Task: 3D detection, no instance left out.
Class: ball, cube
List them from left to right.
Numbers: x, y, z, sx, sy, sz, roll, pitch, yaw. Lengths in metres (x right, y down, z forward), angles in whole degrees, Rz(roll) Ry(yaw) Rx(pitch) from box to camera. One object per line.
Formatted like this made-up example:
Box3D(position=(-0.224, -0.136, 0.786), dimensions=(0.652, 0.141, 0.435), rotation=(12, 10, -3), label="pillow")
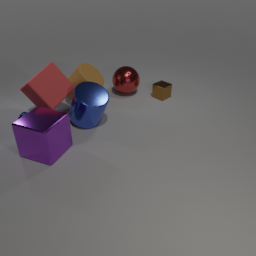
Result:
Box3D(position=(-2.990, 0.243, 9.972), dimensions=(1.400, 1.400, 1.400), rotation=(13, 35, 19), label="cube")
Box3D(position=(-3.350, -1.647, 11.663), dimensions=(1.400, 1.400, 1.400), rotation=(-50, 22, -24), label="cube")
Box3D(position=(-0.100, -2.421, 14.160), dimensions=(1.400, 1.400, 1.400), rotation=(0, 32, 0), label="ball")
Box3D(position=(1.692, -1.874, 13.958), dimensions=(0.700, 0.700, 0.700), rotation=(-28, 42, -36), label="cube")

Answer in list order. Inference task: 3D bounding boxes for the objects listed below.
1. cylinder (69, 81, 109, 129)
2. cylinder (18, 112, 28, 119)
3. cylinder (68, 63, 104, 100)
Box3D(position=(-1.607, -0.924, 11.403), dimensions=(1.400, 1.400, 1.400), rotation=(11, 50, -14), label="cylinder")
Box3D(position=(-3.982, -0.264, 11.418), dimensions=(0.700, 0.700, 0.700), rotation=(14, 35, 20), label="cylinder")
Box3D(position=(-2.076, -2.075, 13.118), dimensions=(1.400, 1.400, 1.400), rotation=(31, 37, -27), label="cylinder")
